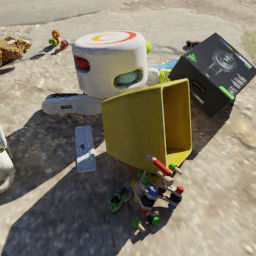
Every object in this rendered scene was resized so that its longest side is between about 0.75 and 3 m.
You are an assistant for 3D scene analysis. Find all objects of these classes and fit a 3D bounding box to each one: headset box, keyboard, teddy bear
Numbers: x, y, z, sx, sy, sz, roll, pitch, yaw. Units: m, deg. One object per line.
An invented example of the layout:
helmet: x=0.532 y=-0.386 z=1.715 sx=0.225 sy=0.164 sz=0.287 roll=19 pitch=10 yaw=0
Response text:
headset box: x=3.294 y=-2.084 z=11.013 sx=2.456 sy=1.308 sz=2.821 roll=46 pitch=56 yaw=8
keyboard: x=-1.484 y=0.650 z=9.654 sx=0.602 sy=0.114 sz=2.140 roll=-11 pitch=44 yaw=-4
teddy bear: x=-6.045 y=-3.729 z=13.801 sx=2.167 sy=0.998 sz=2.988 roll=7 pitch=36 yaw=-3

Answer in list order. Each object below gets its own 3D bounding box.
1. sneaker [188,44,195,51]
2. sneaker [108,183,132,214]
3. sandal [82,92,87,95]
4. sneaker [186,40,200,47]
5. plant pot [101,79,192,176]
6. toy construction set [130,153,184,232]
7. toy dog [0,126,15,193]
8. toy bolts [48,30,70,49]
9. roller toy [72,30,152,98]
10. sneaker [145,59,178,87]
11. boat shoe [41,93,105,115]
sneaker: x=3.466 y=-3.825 z=14.088 sx=0.420 sy=0.477 sz=1.127 roll=-29 pitch=51 yaw=-26
sneaker: x=-0.188 y=1.950 z=8.010 sx=0.402 sy=0.439 sz=1.031 roll=22 pitch=47 yaw=20
sandal: x=-0.945 y=-1.741 z=11.850 sx=2.095 sy=0.515 sz=0.853 roll=-14 pitch=44 yaw=-13
sneaker: x=3.489 y=-4.458 z=14.891 sx=0.838 sy=0.296 sz=0.410 roll=8 pitch=43 yaw=12
plant pot: x=0.548 y=-0.154 z=8.591 sx=2.132 sy=2.418 sz=2.417 roll=2 pitch=14 yaw=28
toy construction set: x=0.603 y=1.449 z=7.649 sx=1.573 sy=1.887 sz=1.450 roll=-19 pitch=41 yaw=-31
toy dog: x=-4.720 y=1.080 z=8.346 sx=2.332 sy=1.627 sz=2.261 roll=-17 pitch=82 yaw=-20
toy bolts: x=-3.552 y=-4.728 z=14.831 sx=1.008 sy=0.962 sz=0.699 roll=28 pitch=40 yaw=3
roller toy: x=-0.671 y=-2.361 z=10.527 sx=2.946 sy=2.059 sz=2.687 roll=2 pitch=31 yaw=13
sneaker: x=1.584 y=-2.378 z=12.067 sx=2.607 sy=0.987 sz=1.369 roll=17 pitch=59 yaw=1
boat shoe: x=-2.070 y=-1.034 z=10.878 sx=2.544 sy=0.873 sz=0.720 roll=-1 pitch=43 yaw=2
